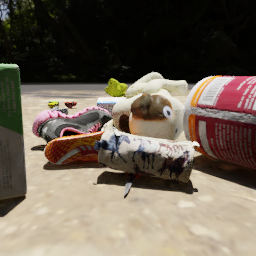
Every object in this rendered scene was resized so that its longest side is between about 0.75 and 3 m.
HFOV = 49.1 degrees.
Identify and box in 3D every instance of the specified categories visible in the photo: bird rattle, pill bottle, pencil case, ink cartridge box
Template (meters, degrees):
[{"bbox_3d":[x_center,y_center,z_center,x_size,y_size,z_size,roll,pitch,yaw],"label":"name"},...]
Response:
[{"bbox_3d":[0.210,-1.256,12.110,2.507,1.412,2.044,1,-6,-10],"label":"bird rattle"},{"bbox_3d":[2.411,-0.039,4.574,1.578,1.578,2.794,-8,14,-36],"label":"pill bottle"},{"bbox_3d":[0.280,0.390,4.304,1.540,0.689,0.599,8,28,15],"label":"pencil case"},{"bbox_3d":[-0.427,-0.662,9.971,1.315,0.775,2.284,-1,11,-5],"label":"ink cartridge box"},{"bbox_3d":[-2.596,0.087,3.411,2.384,1.733,1.043,-6,12,-29],"label":"ink cartridge box"}]

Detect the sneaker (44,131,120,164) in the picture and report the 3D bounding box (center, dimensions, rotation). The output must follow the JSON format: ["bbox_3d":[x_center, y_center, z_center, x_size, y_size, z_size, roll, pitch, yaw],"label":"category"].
[{"bbox_3d":[-0.651,0.329,5.227,1.742,0.636,0.672,1,3,-8],"label":"sneaker"}]

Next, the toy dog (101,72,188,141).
[{"bbox_3d":[0.454,-0.311,6.198,2.210,1.590,2.279,-14,13,-7],"label":"toy dog"}]

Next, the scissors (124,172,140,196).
[{"bbox_3d":[0.021,0.768,4.356,0.482,0.092,1.318,7,14,23],"label":"scissors"}]

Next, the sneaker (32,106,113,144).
[{"bbox_3d":[-1.100,0.069,6.668,2.157,0.852,1.029,-11,37,-43],"label":"sneaker"}]

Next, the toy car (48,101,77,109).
[{"bbox_3d":[-3.384,-1.112,13.553,1.504,0.335,1.415,-9,13,-41],"label":"toy car"}]

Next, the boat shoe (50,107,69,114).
[{"bbox_3d":[-2.909,-0.725,11.515,0.934,0.320,0.336,3,11,14],"label":"boat shoe"}]
